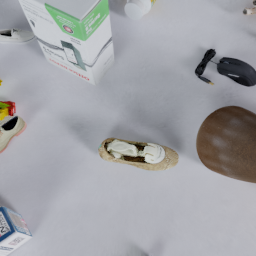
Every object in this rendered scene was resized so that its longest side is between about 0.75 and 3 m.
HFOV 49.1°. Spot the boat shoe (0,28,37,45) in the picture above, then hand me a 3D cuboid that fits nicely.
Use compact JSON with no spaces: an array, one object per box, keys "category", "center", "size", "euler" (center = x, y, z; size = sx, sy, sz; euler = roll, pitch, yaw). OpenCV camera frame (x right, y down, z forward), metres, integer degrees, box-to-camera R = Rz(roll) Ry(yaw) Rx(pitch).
[{"category":"boat shoe","center":[-3.739,-3.105,9.316],"size":[1.333,0.438,0.480],"euler":[1,64,1]}]

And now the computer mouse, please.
[{"category":"computer mouse","center":[3.052,-1.744,8.655],"size":[1.900,0.437,1.334],"euler":[34,68,16]}]

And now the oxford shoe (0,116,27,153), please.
[{"category":"oxford shoe","center":[-3.469,0.212,7.634],"size":[0.525,0.547,1.483],"euler":[33,68,15]}]

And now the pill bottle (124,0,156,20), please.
[{"category":"pill bottle","center":[0.518,-4.572,9.771],"size":[0.910,0.910,1.614],"euler":[23,65,11]}]

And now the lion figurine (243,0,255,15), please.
[{"category":"lion figurine","center":[5.150,-3.842,9.507],"size":[1.741,1.030,2.842],"euler":[-22,80,-18]}]

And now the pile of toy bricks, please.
[{"category":"pile of toy bricks","center":[-4.445,-1.320,8.088],"size":[2.969,1.647,1.466],"euler":[18,26,20]}]

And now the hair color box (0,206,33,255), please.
[{"category":"hair color box","center":[-3.403,2.738,6.056],"size":[2.319,1.160,0.702],"euler":[-32,68,-15]}]

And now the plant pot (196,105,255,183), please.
[{"category":"plant pot","center":[2.783,0.508,6.332],"size":[1.812,1.938,1.812],"euler":[-2,102,-11]}]

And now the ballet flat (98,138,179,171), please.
[{"category":"ballet flat","center":[0.277,0.667,7.320],"size":[2.173,0.709,0.766],"euler":[4,67,2]}]

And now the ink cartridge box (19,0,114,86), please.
[{"category":"ink cartridge box","center":[-1.554,-2.664,7.828],"size":[2.010,2.754,1.157],"euler":[29,70,14]}]
